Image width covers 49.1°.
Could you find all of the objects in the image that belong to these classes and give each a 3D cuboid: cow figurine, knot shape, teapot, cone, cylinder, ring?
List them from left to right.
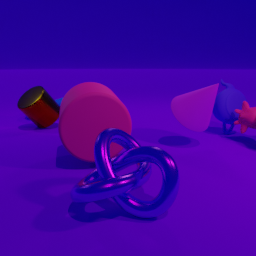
[{"bbox_3d":[-2.715,-0.640,8.634,0.956,0.956,0.956,-17,45,18],"label":"cylinder"},{"bbox_3d":[-3.009,-0.771,10.442,1.694,0.339,1.694,-17,10,3],"label":"ring"},{"bbox_3d":[-0.717,-0.175,5.737,1.352,1.352,1.352,-3,18,-12],"label":"cylinder"},{"bbox_3d":[-0.149,0.657,3.870,1.375,0.679,1.469,-23,44,-21],"label":"knot shape"},{"bbox_3d":[1.726,-0.652,6.402,1.085,1.089,1.085,15,50,-19],"label":"cone"},{"bbox_3d":[2.851,-0.651,8.021,1.027,1.652,0.809,3,-5,-22],"label":"teapot"},{"bbox_3d":[3.301,-0.227,6.583,1.493,0.833,1.517,4,3,19],"label":"cow figurine"}]
